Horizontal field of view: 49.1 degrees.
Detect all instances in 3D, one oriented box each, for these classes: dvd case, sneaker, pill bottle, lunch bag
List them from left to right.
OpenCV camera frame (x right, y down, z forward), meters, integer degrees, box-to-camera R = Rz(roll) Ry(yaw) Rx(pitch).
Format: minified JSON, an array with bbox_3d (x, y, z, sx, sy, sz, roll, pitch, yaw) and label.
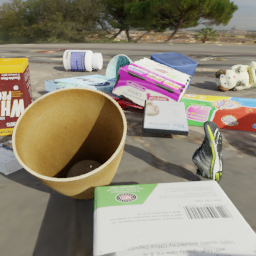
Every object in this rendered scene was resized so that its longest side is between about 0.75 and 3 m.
[{"bbox_3d":[-2.589,-3.886,16.249,2.045,1.224,1.224,4,20,11],"label":"pill bottle"},{"bbox_3d":[0.902,-0.295,6.908,1.053,0.130,1.476,5,33,3],"label":"dvd case"},{"bbox_3d":[1.695,-2.197,11.508,2.056,1.360,1.397,-14,41,-35],"label":"lunch bag"},{"bbox_3d":[1.211,0.390,4.344,0.444,1.098,0.406,3,31,27],"label":"sneaker"}]

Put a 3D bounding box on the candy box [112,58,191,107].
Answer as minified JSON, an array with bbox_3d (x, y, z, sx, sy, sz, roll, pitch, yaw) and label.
[{"bbox_3d":[0.917,-1.458,9.335,1.970,0.881,2.889,25,26,9],"label":"candy box"}]

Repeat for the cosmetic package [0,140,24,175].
[{"bbox_3d":[-2.206,0.499,5.651,0.839,0.288,1.113,16,25,31],"label":"cosmetic package"}]

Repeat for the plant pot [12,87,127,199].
[{"bbox_3d":[-0.689,0.411,3.965,1.368,1.468,1.368,-1,56,1],"label":"plant pot"}]

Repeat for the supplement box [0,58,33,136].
[{"bbox_3d":[-3.160,-0.872,7.310,1.125,1.695,1.672,-5,21,-13],"label":"supplement box"}]

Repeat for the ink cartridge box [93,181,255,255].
[{"bbox_3d":[0.433,1.345,2.479,1.478,0.853,2.024,-2,20,-4],"label":"ink cartridge box"}]

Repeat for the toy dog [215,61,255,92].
[{"bbox_3d":[4.346,-2.086,11.578,1.611,1.124,1.562,-12,12,-28],"label":"toy dog"}]

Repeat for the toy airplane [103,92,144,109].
[{"bbox_3d":[0.005,-0.875,9.255,1.957,0.360,1.957,4,23,-2],"label":"toy airplane"}]

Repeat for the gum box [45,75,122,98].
[{"bbox_3d":[-1.451,-1.493,10.527,2.517,0.561,2.138,-18,28,-42],"label":"gum box"}]

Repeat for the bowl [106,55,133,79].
[{"bbox_3d":[-0.156,-2.279,11.853,1.497,1.497,0.783,18,10,40],"label":"bowl"}]

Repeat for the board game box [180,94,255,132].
[{"bbox_3d":[2.664,-0.485,8.048,2.337,0.471,1.788,6,21,17],"label":"board game box"}]
